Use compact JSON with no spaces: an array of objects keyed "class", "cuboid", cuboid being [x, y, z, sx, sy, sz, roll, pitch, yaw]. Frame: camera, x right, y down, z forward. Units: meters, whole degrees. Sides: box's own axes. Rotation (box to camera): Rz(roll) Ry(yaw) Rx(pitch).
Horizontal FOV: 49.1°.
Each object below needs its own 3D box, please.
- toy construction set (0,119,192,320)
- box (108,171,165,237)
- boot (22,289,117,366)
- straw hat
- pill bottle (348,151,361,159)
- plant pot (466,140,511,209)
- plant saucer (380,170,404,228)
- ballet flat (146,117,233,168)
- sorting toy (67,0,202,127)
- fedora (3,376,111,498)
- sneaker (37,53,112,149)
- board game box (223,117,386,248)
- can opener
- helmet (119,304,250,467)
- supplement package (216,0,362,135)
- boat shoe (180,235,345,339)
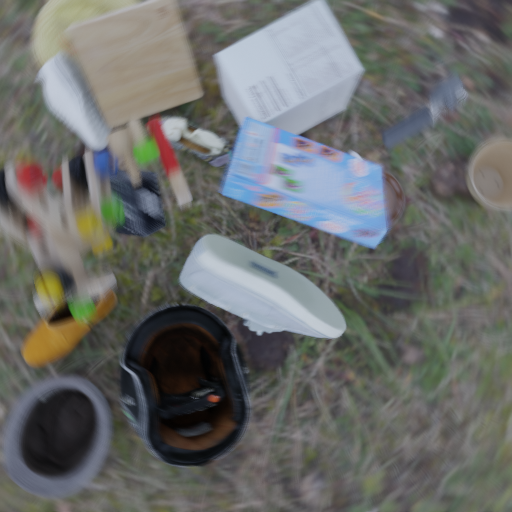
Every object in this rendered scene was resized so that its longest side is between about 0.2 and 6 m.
[{"class":"toy construction set","cuboid":[-2.332,-0.450,8.173,2.922,2.437,2.246,-23,99,-5]},{"class":"box","cuboid":[-2.171,-0.920,9.628,0.958,0.604,0.974,9,117,33]},{"class":"boot","cuboid":[-3.729,1.306,10.605,2.317,1.659,0.815,-36,85,-3]},{"class":"straw hat","cuboid":[-3.438,-4.704,11.416,2.649,1.121,2.649,0,86,0]},{"class":"pill bottle","cuboid":[1.816,-1.798,11.515,0.398,0.398,0.716,45,86,4]},{"class":"plant pot","cuboid":[4.795,-1.545,11.234,1.346,0.903,1.346,0,86,-1]},{"class":"plant saucer","cuboid":[2.388,-1.149,11.550,1.279,0.220,1.279,0,85,-1]},{"class":"ballet flat","cuboid":[-1.344,-2.453,11.434,1.930,0.694,0.694,24,85,2]},{"class":"sorting toy","cuboid":[-2.355,-3.879,11.090,2.035,0.708,2.023,-19,130,-3]},{"class":"fedora","cuboid":[-3.697,3.373,10.764,1.908,0.974,2.157,13,81,0]},{"class":"sneaker","cuboid":[-3.729,-3.067,11.536,0.832,0.790,2.068,-27,90,21]},{"class":"board game box","cuboid":[0.831,-1.238,9.028,2.483,0.454,1.878,18,40,-6]},{"class":"can opener","cuboid":[2.964,-2.623,10.134,1.645,0.439,0.550,-30,118,21]},{"class":"helmet","cuboid":[-1.312,2.230,10.150,2.533,2.415,2.533,-9,119,-16]},{"class":"supplement package","cuboid":[0.583,-3.331,10.815,2.139,2.045,1.573,-29,86,-2]},{"class":"boat shoe","cuboid":[0.095,0.647,8.400,2.657,0.927,0.946,29,119,-19]}]
